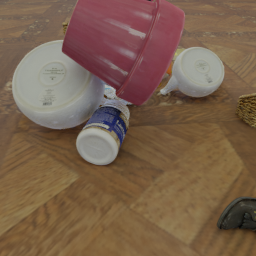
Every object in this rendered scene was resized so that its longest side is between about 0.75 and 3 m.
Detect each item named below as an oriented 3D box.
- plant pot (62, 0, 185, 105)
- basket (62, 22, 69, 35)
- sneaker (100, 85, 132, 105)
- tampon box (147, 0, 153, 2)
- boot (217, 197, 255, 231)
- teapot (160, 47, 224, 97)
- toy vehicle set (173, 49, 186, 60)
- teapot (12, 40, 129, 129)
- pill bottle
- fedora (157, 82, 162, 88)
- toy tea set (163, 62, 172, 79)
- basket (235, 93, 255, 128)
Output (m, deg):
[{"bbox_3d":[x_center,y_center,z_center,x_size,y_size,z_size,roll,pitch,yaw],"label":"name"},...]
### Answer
[{"bbox_3d":[-0.252,-2.177,6.990,2.340,2.614,2.614,21,32,-12],"label":"plant pot"},{"bbox_3d":[-2.072,-4.814,14.697,2.264,1.686,1.616,5,34,9],"label":"basket"},{"bbox_3d":[-0.304,-1.081,9.983,2.033,0.778,0.821,3,39,18],"label":"sneaker"},{"bbox_3d":[0.194,-5.371,10.176,1.262,1.684,1.063,-30,56,4],"label":"tampon box"},{"bbox_3d":[2.815,1.995,5.374,1.769,0.612,1.540,-12,35,-21],"label":"boot"},{"bbox_3d":[2.552,-1.958,10.647,2.029,1.482,2.002,23,67,0],"label":"teapot"},{"bbox_3d":[2.247,-3.802,14.474,1.754,0.232,1.090,-1,33,-1],"label":"toy vehicle set"},{"bbox_3d":[-1.903,-1.122,8.842,2.917,2.158,2.955,-43,66,-9],"label":"teapot"},{"bbox_3d":[-0.607,0.035,7.876,1.119,1.119,1.934,7,34,11],"label":"pill bottle"},{"bbox_3d":[0.932,-1.947,11.535,0.953,0.389,0.953,0,34,0],"label":"fedora"},{"bbox_3d":[0.618,-2.659,12.173,2.808,1.039,1.669,8,-4,45],"label":"toy tea set"},{"bbox_3d":[4.545,-0.954,9.221,1.729,1.288,1.234,-11,35,-15],"label":"basket"}]
